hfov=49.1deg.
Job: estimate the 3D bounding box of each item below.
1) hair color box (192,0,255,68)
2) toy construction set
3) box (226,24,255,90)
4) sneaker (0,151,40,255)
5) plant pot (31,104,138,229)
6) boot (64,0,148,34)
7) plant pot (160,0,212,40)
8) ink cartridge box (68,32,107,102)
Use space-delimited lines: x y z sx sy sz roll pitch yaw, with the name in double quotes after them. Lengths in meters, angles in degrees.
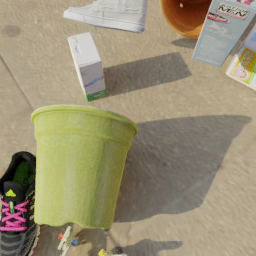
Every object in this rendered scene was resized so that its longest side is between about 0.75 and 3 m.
1.987 -2.290 5.567 0.762 2.513 1.244 20 84 8 "hair color box"
-0.884 2.772 5.810 1.626 0.749 1.066 21 87 20 "toy construction set"
4.496 -1.750 7.811 2.800 1.419 1.575 32 70 12 "box"
-2.467 1.660 6.198 0.977 1.158 2.648 2 61 1 "sneaker"
-1.057 0.981 6.123 2.428 2.428 2.232 4 73 2 "plant pot"
-0.548 -3.105 7.149 2.147 0.790 1.026 11 104 4 "boot"
2.383 -4.638 9.010 2.877 2.877 2.013 0 44 0 "plant pot"
-1.116 -1.683 7.857 0.655 1.560 1.130 -18 62 -8 "ink cartridge box"
